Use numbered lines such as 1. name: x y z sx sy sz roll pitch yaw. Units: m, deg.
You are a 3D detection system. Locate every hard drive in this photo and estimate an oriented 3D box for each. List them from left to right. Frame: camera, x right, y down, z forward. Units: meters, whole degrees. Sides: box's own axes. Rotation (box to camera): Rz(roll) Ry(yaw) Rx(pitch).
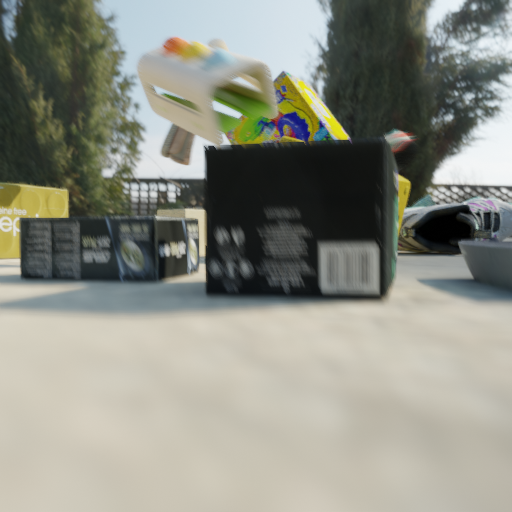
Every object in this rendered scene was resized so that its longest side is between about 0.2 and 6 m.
1. hard drive: 2.606 0.060 4.758 1.340 0.420 1.986 0 2 4

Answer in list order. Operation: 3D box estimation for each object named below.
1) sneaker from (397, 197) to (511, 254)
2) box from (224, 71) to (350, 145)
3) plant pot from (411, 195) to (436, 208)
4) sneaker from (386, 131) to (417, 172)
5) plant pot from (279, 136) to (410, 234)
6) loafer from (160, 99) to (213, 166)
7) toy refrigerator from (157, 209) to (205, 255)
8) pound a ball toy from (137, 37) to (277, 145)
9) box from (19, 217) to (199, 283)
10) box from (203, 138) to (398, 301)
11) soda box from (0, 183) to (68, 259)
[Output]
1. sneaker: 4.636 -0.573 12.071 3.285 1.277 2.298 -10 5 -6
2. box: 0.845 -2.851 14.046 2.253 2.339 1.427 -42 -23 26
3. plant pot: 4.515 -0.770 15.024 0.995 1.485 1.485 -27 -8 21
4. sneaker: 2.932 -2.303 13.878 2.042 0.955 0.719 -38 -50 16
5. plant pot: 1.523 -0.860 9.978 1.817 2.060 2.060 18 12 35
6. loafer: -1.494 -3.596 14.182 0.855 2.721 0.978 27 6 -1
7. toy refrigerator: -1.035 -0.506 12.129 0.867 0.941 2.480 2 3 34
8. pound a ball toy: -0.721 -3.143 9.502 1.941 1.264 2.977 -30 39 -19
9. box: -1.453 -0.087 5.786 1.448 0.624 1.186 1 2 13
10. box: 0.479 -0.278 4.632 1.332 1.115 1.794 1 3 15
11. soda box: -4.991 -0.598 9.421 1.264 1.337 3.949 1 3 23
